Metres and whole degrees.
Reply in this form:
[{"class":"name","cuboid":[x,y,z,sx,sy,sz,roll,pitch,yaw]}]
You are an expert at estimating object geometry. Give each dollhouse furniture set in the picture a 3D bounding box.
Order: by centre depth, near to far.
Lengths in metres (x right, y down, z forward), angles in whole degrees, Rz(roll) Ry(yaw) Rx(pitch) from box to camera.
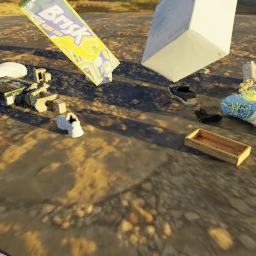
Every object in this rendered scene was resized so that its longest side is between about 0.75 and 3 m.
[{"class":"dollhouse furniture set","cuboid":[-3.044,-1.313,10.030,0.843,1.341,1.516,-22,34,-35]}]

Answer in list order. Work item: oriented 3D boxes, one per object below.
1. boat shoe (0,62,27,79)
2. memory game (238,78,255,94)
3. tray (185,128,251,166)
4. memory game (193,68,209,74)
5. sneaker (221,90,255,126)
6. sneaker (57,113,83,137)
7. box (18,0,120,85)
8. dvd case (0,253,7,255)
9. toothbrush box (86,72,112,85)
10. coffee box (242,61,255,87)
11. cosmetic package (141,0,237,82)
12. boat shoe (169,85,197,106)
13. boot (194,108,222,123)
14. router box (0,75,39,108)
[{"class":"boat shoe","cuboid":[-5.918,-2.274,12.570,2.659,0.943,0.928,-8,55,-22]},{"class":"memory game","cuboid":[5.302,-1.469,11.140,1.767,0.113,1.767,-2,44,2]},{"class":"tray","cuboid":[2.441,0.492,7.717,1.560,0.289,0.769,22,35,38]},{"class":"memory game","cuboid":[3.699,-3.043,14.738,1.089,0.069,1.089,0,28,0]},{"class":"sneaker","cuboid":[3.793,-0.501,9.161,1.309,0.944,2.492,-8,20,13]},{"class":"sneaker","cuboid":[-1.820,-0.224,8.704,0.494,0.630,1.268,-23,35,-37]},{"class":"box","cuboid":[-1.529,-2.517,7.612,0.987,2.816,0.905,-44,36,4]},{"class":"dvd case","cuboid":[-2.061,2.654,3.459,2.993,0.370,2.249,12,29,21]},{"class":"toothbrush box","cuboid":[-1.380,-2.416,13.104,0.777,0.459,1.067,-22,36,-35]},{"class":"coffee box","cuboid":[6.052,-2.395,12.267,1.795,1.015,0.717,-6,0,-9]},{"class":"cosmetic package","cuboid":[1.861,-3.152,8.758,1.523,2.477,2.470,22,-20,-23]},{"class":"boat shoe","cuboid":[2.171,-1.436,11.137,0.663,0.553,1.778,-10,28,-14]},{"class":"boot","cuboid":[2.711,-0.452,9.495,0.787,0.300,0.661,-7,32,0]},{"class":"router box","cuboid":[-4.818,-1.493,11.154,1.975,0.614,1.480,17,32,29]}]
